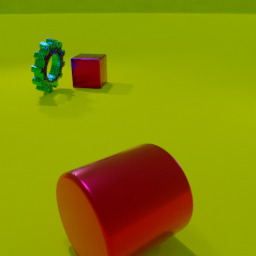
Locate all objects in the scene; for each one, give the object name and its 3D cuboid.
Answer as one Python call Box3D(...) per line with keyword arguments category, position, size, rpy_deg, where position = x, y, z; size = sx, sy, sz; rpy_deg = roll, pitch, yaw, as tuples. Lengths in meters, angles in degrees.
Box3D(category="gear", position=(-2.865, -2.254, 10.218), size=(0.353, 1.908, 1.908), rpy_deg=(16, 27, 7))
Box3D(category="cube", position=(-1.553, -2.337, 11.410), size=(1.173, 1.173, 1.173), rpy_deg=(4, 25, 9))
Box3D(category="cylinder", position=(-0.065, 1.023, 3.764), size=(1.348, 1.348, 1.348), rpy_deg=(-18, 30, -34))
